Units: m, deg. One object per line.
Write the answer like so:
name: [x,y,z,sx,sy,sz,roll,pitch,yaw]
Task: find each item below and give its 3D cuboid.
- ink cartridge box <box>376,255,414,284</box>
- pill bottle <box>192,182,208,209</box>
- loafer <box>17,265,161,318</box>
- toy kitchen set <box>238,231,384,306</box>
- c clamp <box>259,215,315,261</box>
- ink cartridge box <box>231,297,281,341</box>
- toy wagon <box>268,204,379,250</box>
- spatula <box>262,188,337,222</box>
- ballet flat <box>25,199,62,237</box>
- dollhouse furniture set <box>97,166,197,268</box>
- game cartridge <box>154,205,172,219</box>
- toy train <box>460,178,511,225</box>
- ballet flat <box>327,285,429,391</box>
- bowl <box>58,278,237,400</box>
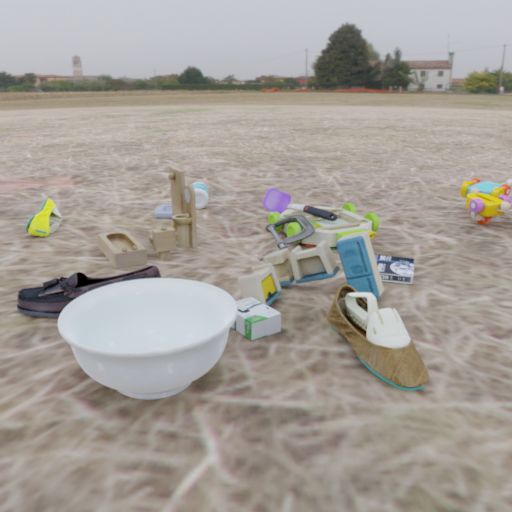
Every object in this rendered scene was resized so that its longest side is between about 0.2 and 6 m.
ink cartridge box: [2.452,0.236,10.492,0.974,0.211,0.965,4,20,15]
pill bottle: [-1.578,-1.680,15.278,0.555,0.555,1.002,-1,24,-4]
loafer: [-2.630,0.499,8.933,2.330,0.734,0.838,-1,19,-3]
toy kitchen set: [0.905,0.477,9.070,1.839,1.083,1.473,-13,12,29]
c clamp: [0.572,-0.485,11.754,1.290,0.205,1.510,-21,24,4]
ink cartridge box: [-0.071,0.926,8.351,0.554,0.314,0.756,-14,24,-35]
toy wagon: [1.638,-0.615,12.416,2.138,0.545,2.756,-8,22,-22]
spatula: [1.030,-1.136,13.289,2.032,0.574,0.209,20,-13,34]
ballet flat: [-4.929,-0.853,13.238,0.588,0.586,1.754,18,19,-13]
dollhouse furniture set: [-2.262,-0.882,11.631,1.899,1.548,1.806,-10,22,-26]
game cartridge: [-2.294,-1.145,14.479,0.623,0.191,0.936,4,19,1]
toy train: [6.183,-1.177,13.762,2.161,0.800,2.877,3,23,6]
ballet flat: [1.589,0.954,7.579,0.731,0.780,2.156,-5,20,-14]
bowl: [-1.278,1.088,6.920,2.138,0.961,2.138,0,19,0]
